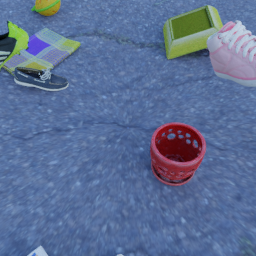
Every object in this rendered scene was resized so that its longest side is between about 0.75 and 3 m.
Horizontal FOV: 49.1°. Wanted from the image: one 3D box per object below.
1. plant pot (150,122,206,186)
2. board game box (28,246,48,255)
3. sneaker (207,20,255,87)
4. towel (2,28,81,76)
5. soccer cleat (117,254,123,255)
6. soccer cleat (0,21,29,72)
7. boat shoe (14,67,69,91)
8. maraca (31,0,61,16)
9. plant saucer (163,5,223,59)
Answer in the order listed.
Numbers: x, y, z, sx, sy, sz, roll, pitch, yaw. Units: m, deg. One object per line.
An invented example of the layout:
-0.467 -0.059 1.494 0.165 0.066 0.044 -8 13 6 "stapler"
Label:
1.255 0.726 7.398 1.372 1.249 1.372 0 51 0 "plant pot"
-2.300 3.685 5.513 2.269 0.393 1.432 -35 58 -25 "board game box"
2.920 -1.934 7.030 1.022 1.419 2.714 -32 24 -8 "sneaker"
-3.569 -2.946 11.017 2.147 0.340 2.990 32 57 24 "towel"
0.029 3.193 5.861 0.395 0.490 1.150 -22 53 -17 "soccer cleat"
-2.577 -1.407 5.333 1.528 0.619 0.516 -37 44 10 "soccer cleat"
-2.979 -1.769 9.720 1.829 0.565 0.685 9 46 -11 "boat shoe"
-3.805 -5.740 12.975 1.805 0.965 1.237 21 57 43 "maraca"
2.538 -3.995 11.205 2.356 0.565 2.360 -14 48 17 "plant saucer"
